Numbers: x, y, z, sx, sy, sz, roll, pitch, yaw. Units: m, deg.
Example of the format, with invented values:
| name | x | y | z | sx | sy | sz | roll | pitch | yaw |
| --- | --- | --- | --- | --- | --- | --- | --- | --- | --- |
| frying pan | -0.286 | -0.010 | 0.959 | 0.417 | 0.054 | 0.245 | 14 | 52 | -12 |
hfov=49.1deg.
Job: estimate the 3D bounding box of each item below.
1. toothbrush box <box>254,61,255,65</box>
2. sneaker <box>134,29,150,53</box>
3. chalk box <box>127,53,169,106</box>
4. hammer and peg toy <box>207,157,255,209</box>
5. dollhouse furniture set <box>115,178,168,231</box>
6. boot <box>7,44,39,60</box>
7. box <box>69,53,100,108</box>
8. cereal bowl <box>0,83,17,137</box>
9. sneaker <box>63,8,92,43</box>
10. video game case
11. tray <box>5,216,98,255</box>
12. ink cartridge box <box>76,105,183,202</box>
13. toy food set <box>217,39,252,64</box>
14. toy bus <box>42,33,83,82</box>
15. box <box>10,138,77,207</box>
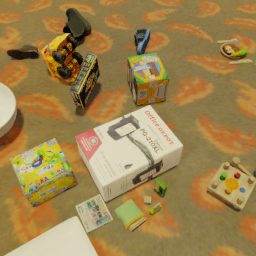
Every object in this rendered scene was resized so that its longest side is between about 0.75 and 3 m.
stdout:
| name | x | y | z | sx | sy | sz | roll | pitch | yaw |
| --- | --- | --- | --- | --- | --- | --- | --- | --- | --- |
| toothbrush box | 6.543 | -3.106 | 13.130 | 0.921 | 0.397 | 0.671 | 33 | 59 | 21 |
| sneaker | 0.598 | -4.349 | 13.997 | 0.725 | 0.653 | 1.862 | 9 | 47 | 13 |
| chalk box | 0.728 | -2.219 | 11.831 | 1.329 | 1.338 | 2.144 | -9 | 54 | -8 |
| hammer and peg toy | 3.568 | 1.696 | 9.229 | 1.271 | 0.609 | 1.728 | 32 | 58 | 22 |
| dollhouse furniture set | 0.470 | 2.326 | 8.708 | 1.714 | 0.662 | 0.856 | -31 | 57 | -22 |
| boot | -5.067 | -3.704 | 13.587 | 1.446 | 0.540 | 0.701 | 2 | 41 | -11 |
| box | -1.684 | -1.858 | 11.209 | 0.438 | 1.418 | 1.776 | 20 | 72 | 5 |
| cereal bowl | -5.573 | -0.468 | 10.425 | 2.795 | 1.164 | 2.795 | 7 | 52 | -9 |
| sneaker | -2.918 | -5.416 | 14.687 | 1.353 | 0.779 | 2.594 | -30 | 61 | -27 |
| video game case | -1.069 | 2.671 | 8.790 | 0.868 | 0.113 | 0.954 | -23 | 55 | -17 |
| tray | -2.363 | 3.802 | 7.777 | 2.810 | 0.312 | 1.509 | -26 | 56 | -19 |
| ink cartridge box | 0.042 | 0.764 | 9.547 | 2.954 | 1.246 | 2.138 | -24 | 56 | -17 |
| toy food set | 5.234 | -3.904 | 13.757 | 1.318 | 0.383 | 1.909 | -8 | 52 | -6 |
| toy bus | -3.105 | -3.148 | 12.296 | 1.823 | 1.899 | 1.289 | 15 | 55 | 23 |
| box | -2.749 | 1.432 | 9.209 | 1.582 | 0.965 | 1.524 | -26 | 56 | -18 |
